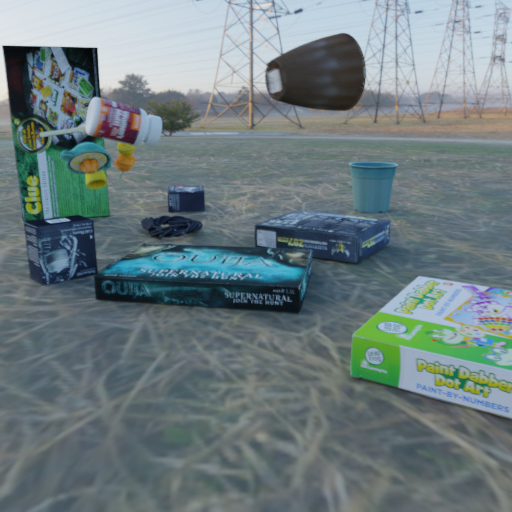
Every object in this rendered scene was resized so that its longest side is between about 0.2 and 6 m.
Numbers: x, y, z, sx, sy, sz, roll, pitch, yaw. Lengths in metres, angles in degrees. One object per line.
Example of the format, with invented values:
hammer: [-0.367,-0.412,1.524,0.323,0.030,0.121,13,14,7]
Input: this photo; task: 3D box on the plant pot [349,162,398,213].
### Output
plant pot: [3.377,-1.990,16.280,1.383,1.354,1.383,-1,15,0]

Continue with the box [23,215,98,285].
box: [-3.527,-0.131,10.144,1.069,1.051,0.663,-13,20,-39]

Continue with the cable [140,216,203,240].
cable: [-1.963,-0.677,13.512,1.343,0.418,1.646,-4,13,-33]

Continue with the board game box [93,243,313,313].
board game box: [-0.767,0.293,9.719,3.335,0.470,2.256,3,16,10]

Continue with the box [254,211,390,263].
box: [1.458,-0.472,12.185,2.414,0.616,1.903,9,19,31]

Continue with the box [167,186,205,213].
box: [-2.070,-1.691,16.576,1.069,0.611,1.174,-1,16,-8]

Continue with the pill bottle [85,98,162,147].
pill bottle: [-2.504,-2.501,10.631,1.304,0.714,0.714,8,10,-29]

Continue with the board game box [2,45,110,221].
board game box: [-5.184,-3.165,14.763,2.321,4.429,0.520,-5,17,-18]

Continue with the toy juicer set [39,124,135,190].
toy juicer set: [-3.199,-2.045,11.445,1.420,0.607,2.232,-19,-17,3]

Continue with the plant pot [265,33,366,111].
plant pot: [0.864,-2.909,9.090,1.331,1.244,1.244,-15,20,-24]

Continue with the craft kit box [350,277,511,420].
craft kit box: [2.893,1.041,6.860,2.661,0.654,2.695,6,16,31]
